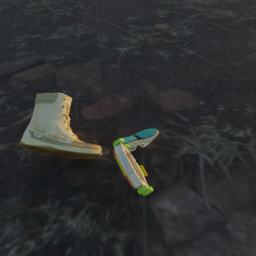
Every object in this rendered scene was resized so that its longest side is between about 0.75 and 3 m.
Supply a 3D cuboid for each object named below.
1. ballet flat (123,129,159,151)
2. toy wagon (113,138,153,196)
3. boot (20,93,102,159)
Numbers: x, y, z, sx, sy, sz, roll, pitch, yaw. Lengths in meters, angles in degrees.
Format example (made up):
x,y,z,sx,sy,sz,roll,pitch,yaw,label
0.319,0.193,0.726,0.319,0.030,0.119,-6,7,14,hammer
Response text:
x,y,z,sx,sy,sz,roll,pitch,yaw,label
0.267,0.389,7.980,1.381,0.480,0.480,-16,44,-24,ballet flat
0.142,0.976,6.627,0.331,1.672,1.297,-30,69,3,toy wagon
-1.679,-0.076,7.738,2.183,0.795,1.697,9,69,3,boot
